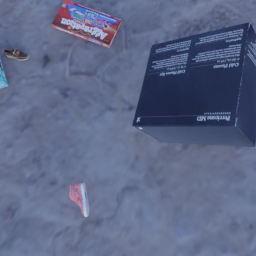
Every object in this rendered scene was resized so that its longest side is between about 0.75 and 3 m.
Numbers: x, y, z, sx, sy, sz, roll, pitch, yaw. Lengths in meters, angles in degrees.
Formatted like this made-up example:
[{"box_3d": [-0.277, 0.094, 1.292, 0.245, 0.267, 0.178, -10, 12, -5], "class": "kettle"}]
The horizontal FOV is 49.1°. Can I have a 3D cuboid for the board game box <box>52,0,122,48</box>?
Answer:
[{"box_3d": [-1.472, -3.754, 10.029, 2.240, 0.218, 1.153, 21, 77, 6], "class": "board game box"}]

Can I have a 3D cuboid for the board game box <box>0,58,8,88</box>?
[{"box_3d": [-4.932, -2.028, 9.473, 1.263, 0.393, 1.673, -19, 76, -5], "class": "board game box"}]

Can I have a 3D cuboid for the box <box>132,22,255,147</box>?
[{"box_3d": [1.804, -0.950, 7.214, 2.766, 1.440, 2.519, 1, 69, 41], "class": "box"}]

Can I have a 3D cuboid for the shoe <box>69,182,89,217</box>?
[{"box_3d": [-1.435, 2.113, 8.210, 0.453, 0.355, 0.995, -10, 85, 5], "class": "shoe"}]

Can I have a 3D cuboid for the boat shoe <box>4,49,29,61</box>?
[{"box_3d": [-3.855, -2.562, 9.658, 0.857, 0.308, 0.309, 13, 75, 4], "class": "boat shoe"}]
